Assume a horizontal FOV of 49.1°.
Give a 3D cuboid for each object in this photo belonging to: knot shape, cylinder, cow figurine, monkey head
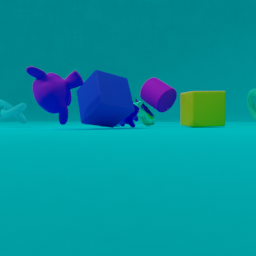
[{"bbox_3d":[-3.834,-0.549,9.246,1.271,0.587,1.189,18,-20,-41],"label":"knot shape"},{"bbox_3d":[1.136,-1.239,10.491,0.998,0.998,0.998,-1,32,-45],"label":"cylinder"},{"bbox_3d":[-0.031,-0.428,8.557,0.937,0.514,0.922,2,-39,36],"label":"cow figurine"},{"bbox_3d":[0.492,-0.554,10.336,1.341,0.736,1.320,43,9,-8],"label":"cow figurine"},{"bbox_3d":[-1.638,-0.887,6.541,1.083,1.505,0.907,-24,15,27],"label":"monkey head"}]

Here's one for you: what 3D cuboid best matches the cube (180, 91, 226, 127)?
[{"bbox_3d":[2.464,-0.631,9.342,1.128,1.128,1.128,-1,4,-9],"label":"cube"}]

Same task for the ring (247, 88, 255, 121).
[{"bbox_3d":[4.464,-0.764,9.631,0.242,1.210,1.210,-14,2,-1],"label":"ring"}]

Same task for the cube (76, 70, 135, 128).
[{"bbox_3d":[-0.633,-0.752,7.649,1.075,1.075,1.075,8,-31,-38],"label":"cube"}]

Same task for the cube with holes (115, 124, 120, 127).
[{"bbox_3d":[-0.705,-0.482,10.418,0.728,0.728,0.728,13,-5,-27],"label":"cube with holes"}]
